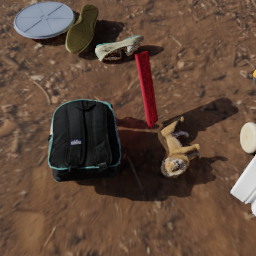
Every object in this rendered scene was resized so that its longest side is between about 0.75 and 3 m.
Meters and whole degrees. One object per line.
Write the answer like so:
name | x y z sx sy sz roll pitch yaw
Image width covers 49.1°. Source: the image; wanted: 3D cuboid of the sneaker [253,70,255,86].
sneaker | 6.005 -1.753 10.393 2.760 1.045 1.270 18 50 3

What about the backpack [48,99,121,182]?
backpack | -1.277 0.382 8.325 2.054 1.791 2.336 -4 65 -8

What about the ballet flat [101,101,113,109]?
ballet flat | -1.052 -0.585 9.462 1.458 0.533 0.533 -23 50 29

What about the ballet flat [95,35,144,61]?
ballet flat | -0.258 -3.231 11.559 2.163 0.751 0.751 -18 58 -10

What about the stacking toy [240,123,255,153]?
stacking toy | 4.885 0.322 8.973 2.288 0.977 0.977 0 56 -6

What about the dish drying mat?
dish drying mat | 0.625 -1.235 9.033 0.213 2.343 0.900 -3 18 23

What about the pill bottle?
pill bottle | 4.394 2.018 7.288 2.977 1.701 1.701 34 62 22

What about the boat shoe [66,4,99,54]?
boat shoe | -1.969 -4.157 12.140 1.004 0.866 2.752 16 63 -9

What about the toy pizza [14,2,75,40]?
toy pizza | -3.755 -4.828 12.712 2.715 0.430 2.715 0 55 0

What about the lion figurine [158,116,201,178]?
lion figurine | 1.446 0.563 8.955 1.349 0.798 2.203 -18 43 -3
